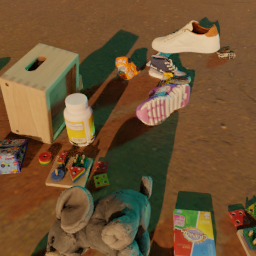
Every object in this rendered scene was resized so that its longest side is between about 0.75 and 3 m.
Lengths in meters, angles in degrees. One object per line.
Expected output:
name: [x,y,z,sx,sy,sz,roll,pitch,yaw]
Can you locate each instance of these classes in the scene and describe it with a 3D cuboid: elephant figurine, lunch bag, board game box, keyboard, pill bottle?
elephant figurine: [-0.963,2.282,6.381,2.740,1.939,2.126,-2,9,22]
lunch bag: [-3.881,0.785,8.954,1.106,0.691,1.470,-4,29,-3]
board game box: [1.617,2.650,6.945,0.956,0.252,1.249,4,41,4]
keyboard: [1.640,-3.579,14.351,0.581,0.110,2.065,20,45,21]
pill bottle: [-1.608,-0.273,9.277,0.924,1.660,0.924,0,41,0]

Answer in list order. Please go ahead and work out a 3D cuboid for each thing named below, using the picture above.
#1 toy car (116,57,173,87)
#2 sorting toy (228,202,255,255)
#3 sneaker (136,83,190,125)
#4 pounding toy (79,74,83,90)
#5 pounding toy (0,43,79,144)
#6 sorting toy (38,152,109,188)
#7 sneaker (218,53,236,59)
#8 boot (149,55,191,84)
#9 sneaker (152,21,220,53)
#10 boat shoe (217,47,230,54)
toy car: [0.588,-2.419,12.276,2.497,1.225,0.831,15,74,27]
sorting toy: [3.414,2.772,6.678,1.195,0.419,2.479,-6,40,-7]
sneaker: [1.179,-1.024,10.739,1.202,1.093,2.718,27,43,37]
pounding toy: [-2.535,-2.202,12.073,1.093,0.961,0.500,29,48,30]
pounding toy: [-3.070,-1.343,10.017,2.123,2.750,2.987,17,45,7]
sorting toy: [-1.700,1.232,8.492,2.400,0.406,1.157,5,41,6]
sneaker: [5.097,-3.763,14.413,0.858,0.330,0.364,3,36,3]
boot: [1.877,-2.651,12.641,2.012,0.909,0.732,18,44,20]
sneaker: [2.278,-3.788,11.440,2.885,1.222,1.051,9,43,30]
boat shoe: [5.064,-4.127,14.876,0.793,0.257,0.290,-17,43,-19]
